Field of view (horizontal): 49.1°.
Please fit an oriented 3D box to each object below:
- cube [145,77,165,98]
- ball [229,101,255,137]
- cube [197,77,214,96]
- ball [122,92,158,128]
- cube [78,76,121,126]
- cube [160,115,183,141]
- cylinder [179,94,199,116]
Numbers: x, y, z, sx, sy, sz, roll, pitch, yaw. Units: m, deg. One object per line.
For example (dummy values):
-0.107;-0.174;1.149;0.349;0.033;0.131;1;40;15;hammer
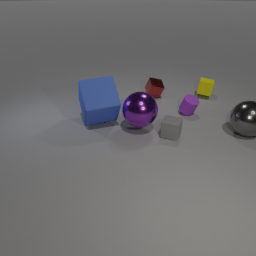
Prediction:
1.356;-2.065;14.339;0.700;0.700;0.700;7;47;-21;cube
4.663;-0.357;10.821;1.400;1.400;1.400;0;28;0;ball
3.976;-2.110;14.344;0.700;0.700;0.700;15;27;12;cube
0.473;-0.718;10.922;1.400;1.400;1.400;0;28;0;ball
-1.196;-1.095;11.417;1.400;1.400;1.400;-11;69;-14;cube
1.690;-0.012;10.895;0.700;0.700;0.700;11;30;18;cube
2.739;-1.032;12.569;0.700;0.700;0.700;10;46;-10;cylinder
